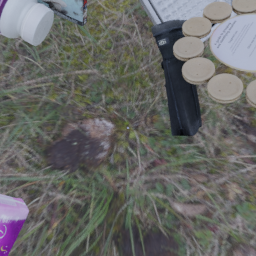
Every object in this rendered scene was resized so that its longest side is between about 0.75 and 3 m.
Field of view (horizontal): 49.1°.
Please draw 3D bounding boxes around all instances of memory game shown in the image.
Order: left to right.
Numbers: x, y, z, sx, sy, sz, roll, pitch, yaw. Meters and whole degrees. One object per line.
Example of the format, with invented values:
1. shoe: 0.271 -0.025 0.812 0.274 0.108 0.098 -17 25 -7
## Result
1. memory game: 1.802 -1.194 4.020 2.299 0.146 2.299 -6 57 9

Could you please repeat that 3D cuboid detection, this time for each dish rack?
1. dish rack: 1.541 -3.419 7.237 2.726 0.593 2.339 -41 108 -16

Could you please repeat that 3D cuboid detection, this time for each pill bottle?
1. pill bottle: -2.603 -2.559 5.735 1.993 1.119 1.119 31 67 -5

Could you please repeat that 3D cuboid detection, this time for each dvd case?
1. dvd case: -1.517 -3.151 5.450 1.594 2.184 0.240 25 64 2

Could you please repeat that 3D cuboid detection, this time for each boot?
1. boot: 1.234 -1.045 5.682 1.733 0.690 2.103 -26 105 -46

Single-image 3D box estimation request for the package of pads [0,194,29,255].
1. package of pads: -2.550 1.466 4.297 0.649 1.715 1.033 19 84 53
